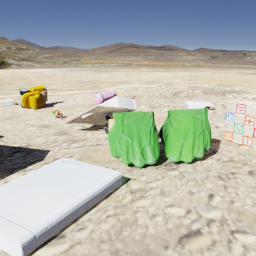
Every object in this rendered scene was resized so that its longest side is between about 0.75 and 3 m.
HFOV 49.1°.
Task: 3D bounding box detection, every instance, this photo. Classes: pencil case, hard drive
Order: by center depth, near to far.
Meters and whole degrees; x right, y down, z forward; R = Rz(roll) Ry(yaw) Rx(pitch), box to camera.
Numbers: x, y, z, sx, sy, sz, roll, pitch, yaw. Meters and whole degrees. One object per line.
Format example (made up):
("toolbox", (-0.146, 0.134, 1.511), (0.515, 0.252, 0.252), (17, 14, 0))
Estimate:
("hard drive", (-1.591, 1.326, 5.556), (1.803, 0.365, 2.733), (9, 17, 29))
("pencil case", (-1.326, -1.874, 16.412), (0.734, 0.734, 1.679), (9, 17, 30))

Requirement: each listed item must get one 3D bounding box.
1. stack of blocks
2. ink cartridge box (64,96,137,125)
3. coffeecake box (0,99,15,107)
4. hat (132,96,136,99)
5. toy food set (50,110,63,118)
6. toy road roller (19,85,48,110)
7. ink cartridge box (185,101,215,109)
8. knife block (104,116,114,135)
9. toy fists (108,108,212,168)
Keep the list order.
("stack of blocks", (4.229, -0.045, 8.675), (0.677, 1.331, 2.312), (-13, 20, -38))
("ink cartridge box", (-1.021, -0.600, 10.128), (1.825, 0.463, 2.071), (3, -17, -45))
("coffeecake box", (-6.733, -1.375, 15.374), (0.635, 0.302, 0.827), (14, 21, 41))
("hat", (-0.268, -1.095, 13.247), (1.025, 0.903, 0.849), (-9, 18, -30))
("toy food set", (-3.157, -0.671, 12.550), (0.504, 0.280, 0.856), (20, -2, -38))
("toy road roller", (-4.831, -1.524, 14.757), (1.187, 0.999, 1.626), (28, 35, 36))
("ink cartridge box", (3.703, -1.111, 14.509), (1.374, 0.325, 1.100), (5, 16, 2))
("knife block", (-0.311, 0.127, 9.193), (2.005, 0.731, 2.284), (7, 17, 26))
("toy fists", (0.877, 0.249, 7.505), (2.839, 1.447, 0.976), (-4, 4, -13))
